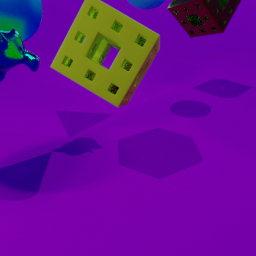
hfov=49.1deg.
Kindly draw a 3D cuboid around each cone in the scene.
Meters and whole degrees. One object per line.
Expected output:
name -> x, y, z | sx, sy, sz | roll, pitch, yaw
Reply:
cone -> -2.810, -2.483, 5.751 | 1.482, 1.477, 1.477 | 13, 31, 40

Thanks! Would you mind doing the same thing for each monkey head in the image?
monkey head -> -2.070, -1.238, 4.874 | 0.886, 1.231, 0.742 | 36, 43, 6

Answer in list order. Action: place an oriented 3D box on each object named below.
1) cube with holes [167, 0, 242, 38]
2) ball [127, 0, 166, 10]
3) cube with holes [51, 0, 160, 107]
cube with holes -> 2.143, -3.476, 7.832 | 1.216, 1.216, 1.216 | 16, 72, 55
ball -> 0.405, -3.116, 5.898 | 1.147, 1.147, 1.147 | 0, 30, 0
cube with holes -> -0.297, -1.215, 4.788 | 1.227, 1.227, 1.227 | 31, 9, 2
